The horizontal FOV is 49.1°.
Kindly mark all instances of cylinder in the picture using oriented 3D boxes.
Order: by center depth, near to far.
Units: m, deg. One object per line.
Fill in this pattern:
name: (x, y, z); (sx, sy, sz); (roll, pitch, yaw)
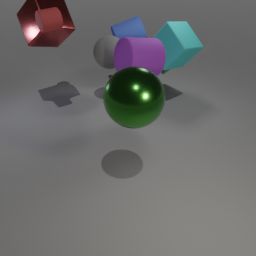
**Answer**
cylinder: (-2.661, -3.650, 9.448); (0.700, 0.700, 0.700); (-24, 38, -27)
cylinder: (0.408, -2.548, 10.173); (1.400, 1.400, 1.400); (-9, 31, -30)
cylinder: (0.052, -4.491, 13.598); (1.400, 1.400, 1.400); (-22, 33, 0)

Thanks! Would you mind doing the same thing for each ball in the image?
ball: (0.138, -0.682, 6.353); (1.400, 1.400, 1.400); (0, 31, 0)
ball: (-0.791, -3.252, 12.057); (1.400, 1.400, 1.400); (0, 31, 0)

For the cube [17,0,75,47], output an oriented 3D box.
cube: (-3.152, -4.085, 10.777); (1.400, 1.400, 1.400); (-25, -5, 42)

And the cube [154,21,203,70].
cube: (2.001, -3.480, 11.860); (1.400, 1.400, 1.400); (-21, 76, -42)

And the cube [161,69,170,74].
cube: (1.788, -3.220, 13.741); (0.700, 0.700, 0.700); (-35, 72, -10)
